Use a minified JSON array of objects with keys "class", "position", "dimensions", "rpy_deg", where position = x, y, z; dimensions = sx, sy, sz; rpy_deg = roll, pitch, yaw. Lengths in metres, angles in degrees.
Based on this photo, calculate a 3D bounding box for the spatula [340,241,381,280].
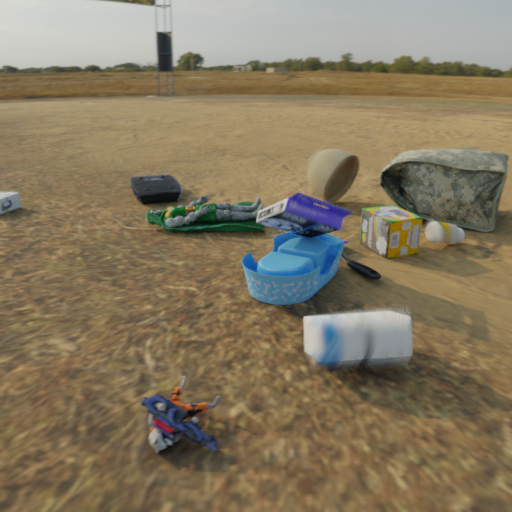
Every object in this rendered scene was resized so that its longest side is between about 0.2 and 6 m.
[{"class":"spatula","position":[1.818,0.008,11.264],"dimensions":[0.682,0.248,2.414],"rpy_deg":[-6,24,-20]}]

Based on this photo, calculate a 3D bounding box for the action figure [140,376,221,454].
[{"class":"action figure","position":[-0.803,1.879,6.292],"dimensions":[0.975,0.510,0.943],"rpy_deg":[36,40,15]}]

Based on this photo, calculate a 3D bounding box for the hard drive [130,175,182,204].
[{"class":"hard drive","position":[-2.913,-1.947,16.206],"dimensions":[1.370,0.430,2.031],"rpy_deg":[-6,22,-16]}]

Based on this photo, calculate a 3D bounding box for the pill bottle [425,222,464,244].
[{"class":"pill bottle","position":[4.113,-0.484,12.158],"dimensions":[0.789,0.438,0.438],"rpy_deg":[6,16,-27]}]

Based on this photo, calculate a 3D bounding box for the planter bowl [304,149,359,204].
[{"class":"planter bowl","position":[1.974,-2.322,15.345],"dimensions":[1.487,1.487,1.001],"rpy_deg":[-20,49,-43]}]

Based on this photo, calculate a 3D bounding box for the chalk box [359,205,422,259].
[{"class":"chalk box","position":[2.781,-0.576,12.008],"dimensions":[0.832,0.836,1.344],"rpy_deg":[-8,24,-20]}]

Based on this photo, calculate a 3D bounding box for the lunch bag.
[{"class":"lunch bag","position":[4.652,-1.843,14.134],"dimensions":[2.933,1.724,2.406],"rpy_deg":[13,24,20]}]

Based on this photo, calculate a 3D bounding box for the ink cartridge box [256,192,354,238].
[{"class":"ink cartridge box","position":[0.894,-0.706,10.336],"dimensions":[1.304,0.286,1.316],"rpy_deg":[15,-19,-29]}]

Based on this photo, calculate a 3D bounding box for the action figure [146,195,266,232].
[{"class":"action figure","position":[-1.230,-0.984,13.345],"dimensions":[2.775,0.759,1.639],"rpy_deg":[-5,24,-4]}]

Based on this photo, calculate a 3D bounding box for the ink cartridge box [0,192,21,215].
[{"class":"ink cartridge box","position":[-6.812,-1.382,14.729],"dimensions":[0.700,0.421,0.963],"rpy_deg":[6,20,18]}]

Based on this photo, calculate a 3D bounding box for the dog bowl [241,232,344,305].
[{"class":"dog bowl","position":[0.713,0.190,10.300],"dimensions":[1.385,0.616,2.485],"rpy_deg":[11,24,26]}]

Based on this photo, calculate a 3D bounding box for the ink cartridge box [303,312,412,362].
[{"class":"ink cartridge box","position":[1.361,1.084,7.666],"dimensions":[1.262,0.542,0.924],"rpy_deg":[-1,0,-7]}]
